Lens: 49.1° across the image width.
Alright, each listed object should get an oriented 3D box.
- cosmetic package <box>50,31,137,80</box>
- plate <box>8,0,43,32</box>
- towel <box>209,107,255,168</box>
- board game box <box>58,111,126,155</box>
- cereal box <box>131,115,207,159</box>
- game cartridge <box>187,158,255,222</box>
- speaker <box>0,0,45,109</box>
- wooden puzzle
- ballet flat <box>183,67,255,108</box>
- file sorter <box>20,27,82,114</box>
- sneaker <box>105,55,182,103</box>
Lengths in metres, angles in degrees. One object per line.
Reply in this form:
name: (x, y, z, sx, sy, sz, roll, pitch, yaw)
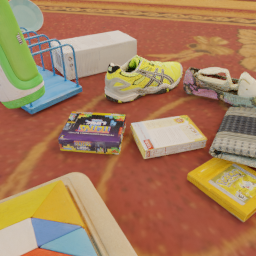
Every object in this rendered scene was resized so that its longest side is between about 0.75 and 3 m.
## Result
cosmetic package: (-1.168, -2.627, 9.876, 2.696, 0.961, 1.367, -19, 40, -24)
plate: (-4.990, -5.383, 13.473, 1.777, 1.777, 0.227, -29, 4, -34)
towel: (3.310, 0.238, 6.155, 2.549, 0.440, 2.455, 9, 29, 25)
board game box: (-0.796, 0.084, 6.591, 1.374, 0.390, 1.136, 3, 35, 5)
cereal box: (0.911, 0.170, 6.543, 1.496, 0.296, 1.077, -9, 37, -12)
game cartridge: (2.010, 1.046, 5.390, 1.156, 0.213, 1.312, -24, 42, -30)
speaker: (-2.156, -1.409, 4.704, 0.919, 2.079, 0.919, -14, 28, 7)
wooden puzzle: (-1.531, 1.667, 3.902, 2.895, 0.539, 2.678, -15, 28, -22)
ballet flat: (2.835, -1.186, 7.864, 2.665, 0.948, 0.921, 18, 50, 23)
file sorter: (-2.867, -1.814, 8.118, 2.524, 1.548, 1.751, 28, 45, 33)
sneaker: (0.599, -1.625, 8.389, 2.824, 1.079, 1.065, -24, 40, -31)
